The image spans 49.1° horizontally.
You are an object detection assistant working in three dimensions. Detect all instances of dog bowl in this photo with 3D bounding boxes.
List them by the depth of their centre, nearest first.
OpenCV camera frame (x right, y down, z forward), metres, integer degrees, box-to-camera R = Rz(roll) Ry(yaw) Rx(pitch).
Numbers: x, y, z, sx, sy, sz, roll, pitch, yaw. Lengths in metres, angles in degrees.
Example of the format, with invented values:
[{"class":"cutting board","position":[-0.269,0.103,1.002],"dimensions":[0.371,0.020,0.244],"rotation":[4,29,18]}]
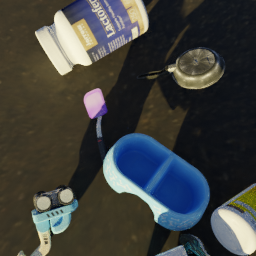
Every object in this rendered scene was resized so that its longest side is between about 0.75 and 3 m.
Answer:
[{"class":"dog bowl","position":[0.629,1.077,6.099],"dimensions":[2.537,0.629,1.414],"rotation":[35,62,12]}]

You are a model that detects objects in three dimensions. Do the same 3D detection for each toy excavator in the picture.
[{"class":"toy excavator","position":[-1.686,2.075,5.876],"dimensions":[1.425,0.732,1.466],"rotation":[-13,88,-22]}]

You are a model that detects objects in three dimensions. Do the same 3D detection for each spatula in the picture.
[{"class":"spatula","position":[-0.679,0.082,6.790],"dimensions":[0.581,0.211,2.056],"rotation":[-18,76,28]}]

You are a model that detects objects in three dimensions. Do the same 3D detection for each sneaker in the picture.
[{"class":"sneaker","position":[1.313,2.474,5.611],"dimensions":[0.465,1.018,0.395],"rotation":[26,96,-31]}]

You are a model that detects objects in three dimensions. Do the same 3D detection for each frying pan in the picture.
[{"class":"frying pan","position":[1.368,-1.651,7.178],"dimensions":[2.157,0.351,1.305],"rotation":[17,66,28]}]

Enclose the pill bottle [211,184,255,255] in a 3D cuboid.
[{"class":"pill bottle","position":[2.580,1.728,5.677],"dimensions":[1.749,0.956,0.956],"rotation":[-18,66,-33]}]

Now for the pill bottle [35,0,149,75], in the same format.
[{"class":"pill bottle","position":[-0.933,-2.606,7.336],"dimensions":[2.666,1.543,1.543],"rotation":[-32,70,-2]}]

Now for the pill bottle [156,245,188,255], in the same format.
[{"class":"pill bottle","position":[0.950,3.340,4.978],"dimensions":[1.218,1.218,2.103],"rotation":[-19,67,-8]}]
